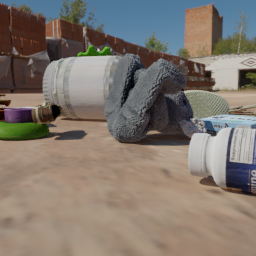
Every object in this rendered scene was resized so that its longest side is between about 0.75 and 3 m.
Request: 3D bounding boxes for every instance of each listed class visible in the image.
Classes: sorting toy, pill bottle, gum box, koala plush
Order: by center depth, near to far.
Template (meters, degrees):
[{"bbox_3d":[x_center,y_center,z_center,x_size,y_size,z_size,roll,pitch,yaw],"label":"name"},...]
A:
[{"bbox_3d":[1.282,0.339,2.947,1.191,0.661,0.661,4,9,27],"label":"pill bottle"},{"bbox_3d":[0.641,-0.382,5.944,1.899,1.745,1.684,18,8,-37],"label":"koala plush"},{"bbox_3d":[-2.910,-0.371,6.486,2.436,1.000,1.464,7,10,40],"label":"sorting toy"},{"bbox_3d":[2.583,-0.072,6.769,1.299,0.341,1.529,8,11,43],"label":"gum box"}]

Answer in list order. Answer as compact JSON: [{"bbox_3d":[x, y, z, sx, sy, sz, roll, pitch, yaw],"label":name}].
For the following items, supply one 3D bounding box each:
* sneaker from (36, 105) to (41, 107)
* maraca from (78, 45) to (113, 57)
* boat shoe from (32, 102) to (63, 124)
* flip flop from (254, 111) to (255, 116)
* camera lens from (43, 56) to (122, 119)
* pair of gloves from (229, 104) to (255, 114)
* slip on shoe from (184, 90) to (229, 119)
[{"bbox_3d":[-3.713,-0.867,11.922,0.515,0.400,1.144,0,10,-21],"label":"sneaker"},{"bbox_3d":[-1.264,-1.886,11.056,1.864,2.719,1.455,-1,34,-19],"label":"maraca"},{"bbox_3d":[-1.672,-0.329,6.181,0.486,0.485,1.313,-10,13,1],"label":"boat shoe"},{"bbox_3d":[5.345,-0.620,9.996,1.661,0.478,0.673,0,8,-2],"label":"flip flop"},{"bbox_3d":[-1.199,-1.315,9.255,2.554,2.043,2.043,2,9,15],"label":"camera lens"},{"bbox_3d":[4.355,-0.742,11.418,1.364,0.281,1.604,-5,2,8],"label":"pair of gloves"},{"bbox_3d":[1.579,-0.582,8.362,2.721,1.008,0.833,-3,3,12],"label":"slip on shoe"}]
